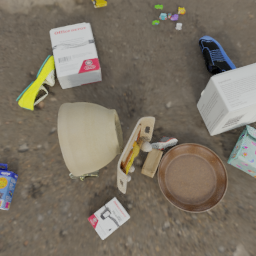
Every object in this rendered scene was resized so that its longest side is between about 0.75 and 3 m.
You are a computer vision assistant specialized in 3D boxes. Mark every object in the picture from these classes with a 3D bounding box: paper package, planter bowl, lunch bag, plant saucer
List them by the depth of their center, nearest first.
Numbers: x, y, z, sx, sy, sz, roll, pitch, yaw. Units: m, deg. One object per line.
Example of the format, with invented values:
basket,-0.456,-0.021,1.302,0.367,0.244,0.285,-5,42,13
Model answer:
planter bowl,-1.115,0.265,9.638,1.725,2.563,2.563,-10,68,6
paper package,0.895,1.308,10.519,0.500,0.967,0.922,22,71,8
plant saucer,2.398,1.865,10.570,2.598,0.475,2.598,0,68,1
lunch bag,4.880,0.860,10.661,1.475,1.056,1.731,30,67,10

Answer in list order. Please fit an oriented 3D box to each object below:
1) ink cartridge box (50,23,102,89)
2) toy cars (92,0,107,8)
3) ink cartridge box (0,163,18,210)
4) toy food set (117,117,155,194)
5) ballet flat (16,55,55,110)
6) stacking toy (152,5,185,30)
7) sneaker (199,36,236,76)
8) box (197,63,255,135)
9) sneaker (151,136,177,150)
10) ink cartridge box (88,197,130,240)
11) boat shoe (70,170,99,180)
ink cartridge box,-2.279,-3.171,12.248,1.805,1.036,2.485,-12,69,-5
toy cars,-2.052,-6.434,13.830,2.524,0.559,1.131,23,57,13
ink cartridge box,-4.833,2.141,10.399,1.092,0.611,1.600,6,67,2
toy food set,0.300,0.909,9.277,0.685,1.628,2.269,21,62,10
ballet flat,-3.674,-1.877,11.956,0.869,0.866,2.593,33,73,-10
stacking toy,1.959,-5.348,13.520,1.507,0.354,1.136,9,67,6
sneaker,3.736,-3.027,12.310,0.921,0.829,2.363,-28,72,-19
box,4.193,-1.078,10.729,2.346,2.334,1.533,-18,69,-7
sneaker,1.409,0.564,11.201,1.077,0.415,0.441,-12,41,-4
ink cartridge box,-0.663,3.210,10.006,1.241,0.517,0.901,-37,73,-13
boat shoe,-1.654,1.790,10.637,1.111,0.397,0.332,-9,63,-7
